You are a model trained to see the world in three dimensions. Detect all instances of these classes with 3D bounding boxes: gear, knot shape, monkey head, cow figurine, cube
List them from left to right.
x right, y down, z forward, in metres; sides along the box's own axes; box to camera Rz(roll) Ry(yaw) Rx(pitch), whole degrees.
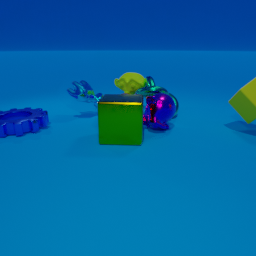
[{"bbox_3d":[-3.514,-0.227,8.799,1.936,0.358,1.936,-2,19,1],"label":"gear"},{"bbox_3d":[-1.366,-1.093,9.931,1.318,0.735,1.340,42,17,5],"label":"cow figurine"},{"bbox_3d":[-0.166,-0.263,7.752,1.159,1.159,1.159,1,17,4],"label":"cube"},{"bbox_3d":[0.121,-1.556,11.033,1.724,1.240,1.039,9,15,18],"label":"monkey head"},{"bbox_3d":[0.804,-0.552,8.658,1.300,1.089,1.807,8,3,24],"label":"monkey head"},{"bbox_3d":[0.967,-1.196,10.110,1.789,0.826,1.674,32,14,-35],"label":"knot shape"},{"bbox_3d":[3.703,-0.838,8.155,0.913,0.913,0.913,-35,-13,-13],"label":"cube"}]
